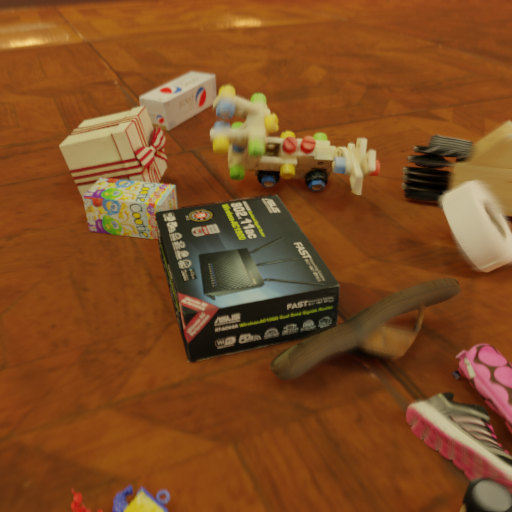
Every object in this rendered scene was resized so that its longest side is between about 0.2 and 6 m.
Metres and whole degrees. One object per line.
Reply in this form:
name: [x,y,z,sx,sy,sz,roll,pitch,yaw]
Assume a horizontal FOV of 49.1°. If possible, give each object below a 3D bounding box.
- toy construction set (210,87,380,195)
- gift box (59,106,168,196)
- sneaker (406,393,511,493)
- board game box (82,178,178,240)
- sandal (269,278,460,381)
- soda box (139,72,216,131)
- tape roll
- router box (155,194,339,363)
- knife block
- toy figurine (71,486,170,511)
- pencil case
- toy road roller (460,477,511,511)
toy construction set: [0.820,-2.307,12.101,3.655,2.397,1.684,16,67,1]
gift box: [-2.940,-2.131,12.483,1.796,1.923,1.775,-10,37,13]
sneaker: [2.737,2.265,6.878,0.765,0.645,1.750,-27,38,-26]
board game box: [-2.534,-0.964,11.461,1.659,0.870,0.855,6,35,11]
sandal: [1.682,1.190,8.108,3.099,1.266,0.846,-23,79,-23]
soda box: [-2.312,-4.752,17.059,0.958,0.895,2.812,16,37,22]
tape roll: [4.083,-0.535,10.201,0.576,1.647,1.647,-31,20,31]
router box: [-0.299,0.201,9.617,2.420,1.003,3.230,-9,35,-14]
knife block: [4.786,-1.455,12.201,3.059,2.685,0.979,47,39,-6]
toy figurine: [-1.190,2.840,5.987,1.482,0.782,0.888,25,36,31]
pencil case: [3.324,1.869,7.446,0.722,0.699,1.541,32,15,-33]
toy road roller: [2.639,2.961,5.319,1.599,0.982,1.167,8,27,-1]
